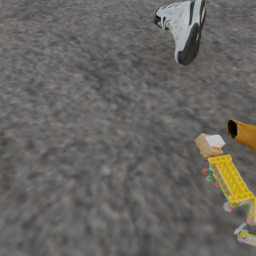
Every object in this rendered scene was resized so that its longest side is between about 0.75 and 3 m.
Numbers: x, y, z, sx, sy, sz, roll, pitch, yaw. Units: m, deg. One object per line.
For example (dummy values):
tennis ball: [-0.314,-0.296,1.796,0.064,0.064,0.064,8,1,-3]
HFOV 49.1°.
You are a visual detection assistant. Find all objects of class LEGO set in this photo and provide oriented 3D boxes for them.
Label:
LEGO set: [2.282,1.412,5.438,2.911,1.083,1.339,35,53,22]

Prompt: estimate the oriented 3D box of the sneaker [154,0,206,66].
sneaker: [1.630,-3.293,9.693,1.672,1.097,2.906,6,58,24]

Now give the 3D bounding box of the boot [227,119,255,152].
boot: [2.973,0.043,6.826,1.171,0.576,1.636,26,27,0]
